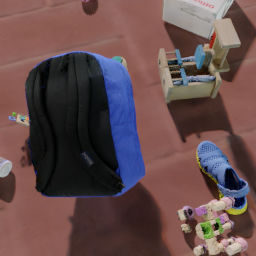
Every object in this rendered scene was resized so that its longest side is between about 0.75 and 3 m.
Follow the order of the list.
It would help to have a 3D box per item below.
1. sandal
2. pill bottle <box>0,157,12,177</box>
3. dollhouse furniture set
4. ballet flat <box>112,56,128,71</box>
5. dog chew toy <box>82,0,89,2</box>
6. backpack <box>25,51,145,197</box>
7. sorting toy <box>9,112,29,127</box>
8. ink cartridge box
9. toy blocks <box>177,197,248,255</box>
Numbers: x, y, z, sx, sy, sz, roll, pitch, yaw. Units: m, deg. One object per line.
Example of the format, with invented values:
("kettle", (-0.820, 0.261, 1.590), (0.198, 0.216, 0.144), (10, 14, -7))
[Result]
("sandal", (2.463, 1.140, 7.157), (0.799, 0.876, 2.011), (-23, 62, -10))
("pill bottle", (-3.573, 0.958, 7.480), (0.805, 0.458, 0.458), (20, 63, 13))
("dollhouse furniture set", (1.860, -2.095, 8.107), (1.608, 2.282, 1.599), (-6, 61, -3))
("ballet flat", (-0.567, -1.376, 8.615), (0.699, 0.699, 2.011), (24, 59, 12))
("dog chew toy", (-1.650, -5.333, 10.874), (0.622, 0.622, 0.999), (1, 70, 0))
("backpack", (-0.963, -0.166, 6.482), (2.395, 2.473, 2.948), (-9, 96, 21))
("sorting toy", (-2.881, -0.234, 7.929), (0.923, 0.126, 0.520), (19, 22, -24))
("ink cartridge box", (2.711, -4.793, 10.242), (1.961, 1.126, 2.700), (28, 65, 15))
("toy blocks", (2.106, 2.294, 6.619), (1.082, 1.285, 1.201), (-3, 69, -39))
